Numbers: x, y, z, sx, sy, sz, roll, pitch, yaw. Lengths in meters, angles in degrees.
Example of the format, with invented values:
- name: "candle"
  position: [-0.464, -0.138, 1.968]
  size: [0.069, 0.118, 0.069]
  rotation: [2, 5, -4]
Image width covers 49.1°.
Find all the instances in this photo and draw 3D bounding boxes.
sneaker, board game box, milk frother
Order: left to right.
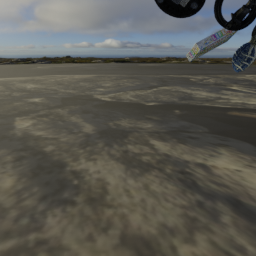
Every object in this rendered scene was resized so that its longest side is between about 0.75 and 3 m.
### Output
- name: "board game box"
  position: [2.200, -2.232, 7.285]
  size: [1.256, 0.215, 0.844]
  rotation: [-29, -3, -8]
- name: "milk frother"
  position: [1.116, -1.941, 3.637]
  size: [1.086, 1.203, 1.132]
  rotation: [-14, 40, 51]
- name: "sneaker"
  position: [4.362, -2.655, 9.406]
  size: [0.860, 2.019, 0.778]
  rotation: [-3, 54, -29]
